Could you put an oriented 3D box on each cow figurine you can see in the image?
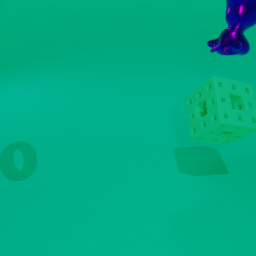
[{"bbox_3d":[2.223,-2.272,5.678,1.508,1.532,0.841,-38,36,-19],"label":"cow figurine"}]

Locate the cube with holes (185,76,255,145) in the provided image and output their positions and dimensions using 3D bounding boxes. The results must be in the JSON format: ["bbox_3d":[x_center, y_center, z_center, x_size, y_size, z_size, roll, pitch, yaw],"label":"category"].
[{"bbox_3d":[1.584,-0.257,4.778,0.819,0.819,0.819,7,66,-21],"label":"cube with holes"}]
